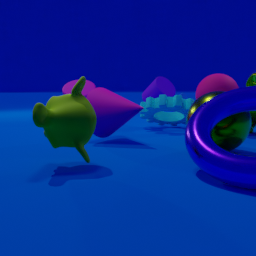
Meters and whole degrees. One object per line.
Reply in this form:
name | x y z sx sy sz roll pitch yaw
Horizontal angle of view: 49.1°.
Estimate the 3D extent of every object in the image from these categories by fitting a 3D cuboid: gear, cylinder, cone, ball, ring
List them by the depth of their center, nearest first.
ring | 1.616 0.028 3.530 1.793 0.359 1.793 -14 36 10
ball | 1.536 -0.102 4.797 1.059 1.059 1.059 0 8 0
cone | -0.126 -0.350 5.621 1.076 1.072 1.072 -3 4 38
gear | 1.099 -0.440 7.516 1.550 0.287 1.550 4 -18 1
ball | 2.734 -1.014 8.585 1.282 1.282 1.282 0 8 0
cylinder | -1.503 -0.852 8.915 1.021 1.021 1.021 0 40 0
cone | 1.627 -0.807 10.185 0.880 0.877 0.877 0 6 36
cylinder | 1.283 -1.439 11.741 1.034 1.034 1.034 -6 -26 -39

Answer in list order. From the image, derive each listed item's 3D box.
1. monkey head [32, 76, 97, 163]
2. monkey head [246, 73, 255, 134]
monkey head | -0.823 -0.125 3.780 0.737 1.223 0.880 -5 -9 5
monkey head | 2.976 -0.622 6.870 1.907 1.149 1.372 36 11 -46
